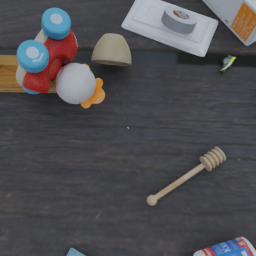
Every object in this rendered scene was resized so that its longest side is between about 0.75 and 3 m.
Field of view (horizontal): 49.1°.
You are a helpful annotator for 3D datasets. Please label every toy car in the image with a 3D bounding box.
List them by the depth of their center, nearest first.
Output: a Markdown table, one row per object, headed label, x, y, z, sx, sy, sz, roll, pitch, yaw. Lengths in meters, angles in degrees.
| label | x | y | z | sx | sy | sz | roll | pitch | yaw |
| --- | --- | --- | --- | --- | --- | --- | --- | --- | --- |
| toy car | -1.566 | -1.531 | 7.608 | 2.294 | 2.115 | 2.029 | 31 | 71 | -11 |

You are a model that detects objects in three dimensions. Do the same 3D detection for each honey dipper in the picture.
| label | x | y | z | sx | sy | sz | roll | pitch | yaw |
| --- | --- | --- | --- | --- | --- | --- | --- | --- | --- |
| honey dipper | 1.560 | 1.356 | 7.705 | 2.474 | 0.470 | 0.470 | -32 | 74 | -6 |

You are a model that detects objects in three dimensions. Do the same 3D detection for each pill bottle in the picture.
| label | x | y | z | sx | sy | sz | roll | pitch | yaw |
| --- | --- | --- | --- | --- | --- | --- | --- | --- | --- |
| pill bottle | 2.162 | 3.338 | 6.699 | 1.734 | 0.973 | 0.973 | -15 | 72 | -6 |

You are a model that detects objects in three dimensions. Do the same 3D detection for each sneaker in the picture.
| label | x | y | z | sx | sy | sz | roll | pitch | yaw |
| --- | --- | --- | --- | --- | --- | --- | --- | --- | --- |
| sneaker | 3.115 | -2.039 | 8.941 | 0.309 | 0.282 | 0.764 | 36 | 67 | 18 |

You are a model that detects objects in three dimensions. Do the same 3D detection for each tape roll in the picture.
| label | x | y | z | sx | sy | sz | roll | pitch | yaw |
| --- | --- | --- | --- | --- | --- | --- | --- | --- | --- |
| tape roll | 1.602 | -3.387 | 8.763 | 1.081 | 0.357 | 1.081 | 11 | 46 | -12 |

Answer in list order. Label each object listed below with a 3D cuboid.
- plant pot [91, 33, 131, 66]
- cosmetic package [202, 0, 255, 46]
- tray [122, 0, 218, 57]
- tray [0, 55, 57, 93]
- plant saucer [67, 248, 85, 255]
| label | x | y | z | sx | sy | sz | roll | pitch | yaw |
| --- | --- | --- | --- | --- | --- | --- | --- | --- | --- |
| plant pot | -0.472 | -2.362 | 8.405 | 1.212 | 1.212 | 0.814 | 5 | 97 | 2 |
| cosmetic package | 3.528 | -4.201 | 9.059 | 0.980 | 1.394 | 2.749 | -33 | 73 | -10 |
| tray | 1.431 | -3.574 | 9.414 | 2.984 | 0.331 | 1.602 | 23 | 72 | 7 |
| tray | -3.304 | -1.697 | 8.727 | 2.262 | 0.419 | 1.116 | 1 | 71 | 1 |
| plant saucer | -0.863 | 3.676 | 7.024 | 1.640 | 0.156 | 0.573 | 27 | 73 | 8 |
